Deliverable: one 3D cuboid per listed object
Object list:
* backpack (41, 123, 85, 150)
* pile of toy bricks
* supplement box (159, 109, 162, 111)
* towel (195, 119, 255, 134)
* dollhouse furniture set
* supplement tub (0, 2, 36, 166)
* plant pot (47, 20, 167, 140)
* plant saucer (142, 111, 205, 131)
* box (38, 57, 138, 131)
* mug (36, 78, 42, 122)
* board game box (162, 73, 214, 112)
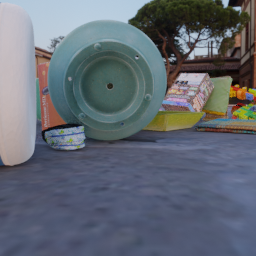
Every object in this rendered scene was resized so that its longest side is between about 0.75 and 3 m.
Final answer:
[{"bbox_3d":[-1.085,0.148,5.007,0.630,0.594,0.773,-3,-16,-45],"label":"backpack"},{"bbox_3d":[4.800,-0.688,11.151,1.376,1.546,2.787,-30,32,-15],"label":"pile of toy bricks"},{"bbox_3d":[1.136,-0.491,11.534,0.527,0.538,1.040,-5,4,3],"label":"supplement box"},{"bbox_3d":[3.269,-0.064,8.691,1.773,0.262,2.418,3,7,31],"label":"towel"},{"bbox_3d":[3.135,-1.323,12.834,1.496,1.952,2.980,0,4,-20],"label":"dollhouse furniture set"},{"bbox_3d":[-2.718,-0.544,3.476,2.944,2.129,2.129,-1,5,-16],"label":"supplement tub"},{"bbox_3d":[-0.394,-0.902,5.660,2.677,2.677,1.793,0,13,-5],"label":"plant pot"},{"bbox_3d":[0.982,-0.262,9.109,2.247,0.538,2.243,5,7,42],"label":"plant saucer"},{"bbox_3d":[-1.022,-0.873,7.570,2.507,1.909,1.333,-2,3,29],"label":"box"},{"bbox_3d":[-2.350,-0.990,10.815,2.230,1.678,2.714,4,6,44],"label":"mug"},{"bbox_3d":[2.563,-1.397,12.003,1.455,1.825,0.884,14,-27,47],"label":"board game box"}]
